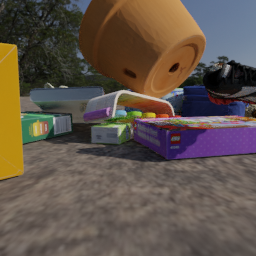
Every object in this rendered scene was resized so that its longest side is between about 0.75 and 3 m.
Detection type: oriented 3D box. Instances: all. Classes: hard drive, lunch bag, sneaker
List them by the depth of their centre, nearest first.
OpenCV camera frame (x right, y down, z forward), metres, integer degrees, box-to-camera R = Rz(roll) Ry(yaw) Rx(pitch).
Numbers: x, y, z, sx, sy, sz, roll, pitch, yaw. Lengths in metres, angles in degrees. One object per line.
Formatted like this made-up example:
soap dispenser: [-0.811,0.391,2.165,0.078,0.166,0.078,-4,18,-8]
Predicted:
sneaker: [1.815,-0.717,4.370,0.738,0.534,1.510,37,-21,-35]
hard drive: [-1.472,-0.591,8.219,1.818,0.368,2.755,-2,-10,1]
lunch bag: [2.914,-0.845,9.318,2.166,1.433,1.472,4,9,31]
lunch bag: [1.386,-1.035,11.459,2.380,1.221,2.961,-6,10,-30]

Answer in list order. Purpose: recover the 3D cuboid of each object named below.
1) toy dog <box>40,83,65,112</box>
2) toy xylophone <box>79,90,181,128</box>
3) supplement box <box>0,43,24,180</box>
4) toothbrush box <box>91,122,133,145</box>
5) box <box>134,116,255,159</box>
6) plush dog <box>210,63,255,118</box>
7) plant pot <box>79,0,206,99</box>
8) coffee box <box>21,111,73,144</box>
toy dog: [-3.005,-1.414,13.903,1.933,1.391,1.994,21,18,31]
toy xylophone: [-0.020,-0.352,7.007,2.606,0.655,1.908,4,-10,-40]
supplement box: [-2.426,-0.221,3.788,1.742,1.718,1.157,7,10,40]
toothbrush box: [-0.341,0.100,6.331,0.662,0.391,0.909,2,9,19]
box: [1.659,0.101,5.757,2.707,0.529,1.852,-2,8,-16]
plush dog: [4.376,-1.109,11.396,2.324,2.171,2.706,12,35,-12]
plant pot: [0.530,-2.130,7.129,2.947,2.947,2.063,-10,52,-51]
coffee box: [-2.658,-0.027,6.554,1.603,0.573,2.607,4,9,25]
